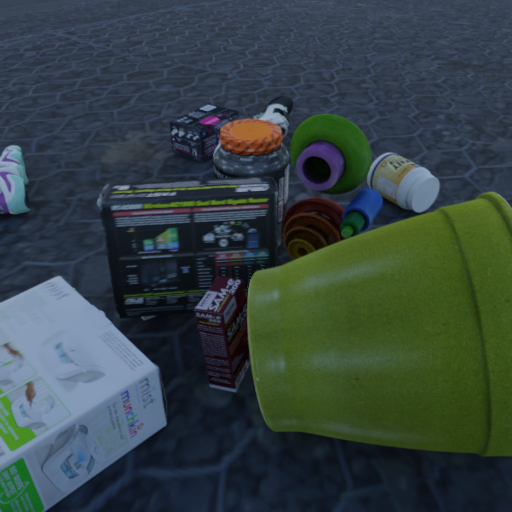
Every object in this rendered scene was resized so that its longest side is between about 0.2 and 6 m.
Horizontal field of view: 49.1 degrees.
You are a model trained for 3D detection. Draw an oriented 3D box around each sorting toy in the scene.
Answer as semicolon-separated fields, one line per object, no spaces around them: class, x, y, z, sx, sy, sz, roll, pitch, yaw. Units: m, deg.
sorting toy;1.266;-0.926;10.504;1.894;3.153;1.294;17;40;22

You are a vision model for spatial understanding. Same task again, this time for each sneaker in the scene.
sneaker;0.590;-3.857;16.531;1.137;0.952;2.570;22;51;27
sneaker;-6.558;-1.836;13.585;1.837;1.021;2.626;-11;37;-16

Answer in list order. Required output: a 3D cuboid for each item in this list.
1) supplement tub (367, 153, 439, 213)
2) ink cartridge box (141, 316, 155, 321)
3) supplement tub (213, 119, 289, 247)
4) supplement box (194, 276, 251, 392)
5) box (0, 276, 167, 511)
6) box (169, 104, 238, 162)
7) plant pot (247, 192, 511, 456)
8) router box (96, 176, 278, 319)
supplement tub;3.530;-1.755;13.452;1.062;1.062;1.471;-22;41;-27
ink cartridge box;-2.032;0.820;10.516;0.535;0.312;0.740;-21;40;-26
supplement tub;-0.105;-1.438;11.732;1.559;2.545;1.559;0;35;0
supplement box;-0.466;1.234;8.785;0.495;1.627;0.885;6;36;20
box;-3.172;1.884;8.111;2.523;1.383;2.860;-30;45;-35
box;-1.446;-3.517;15.936;1.155;1.003;1.749;21;40;29
plant pot;1.738;1.141;7.868;3.425;3.557;3.557;-8;35;9
router box;-1.080;-0.155;9.637;2.905;2.177;0.902;-3;26;-5
